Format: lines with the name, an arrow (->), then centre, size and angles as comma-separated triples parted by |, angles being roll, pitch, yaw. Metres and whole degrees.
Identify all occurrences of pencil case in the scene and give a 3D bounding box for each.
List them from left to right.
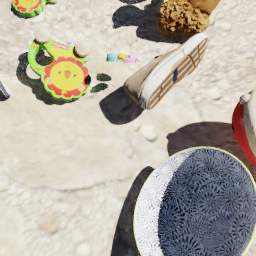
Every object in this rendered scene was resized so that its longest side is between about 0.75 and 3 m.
pencil case -> -1.869, -2.248, 8.314 | 0.411, 0.411, 0.930 | 43, 74, 15

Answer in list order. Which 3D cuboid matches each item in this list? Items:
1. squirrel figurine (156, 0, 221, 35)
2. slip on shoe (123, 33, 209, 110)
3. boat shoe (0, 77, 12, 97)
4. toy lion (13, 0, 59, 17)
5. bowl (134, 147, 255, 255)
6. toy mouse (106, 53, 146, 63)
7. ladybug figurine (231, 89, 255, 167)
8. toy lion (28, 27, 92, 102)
squirrel figurine -> 1.550, -3.826, 8.148 | 2.034, 1.542, 2.179 | 10, 95, -29
slip on shoe -> 1.095, -1.684, 7.540 | 0.892, 1.119, 2.944 | 35, 69, 24
boat shoe -> -3.698, -1.250, 7.901 | 0.367, 0.418, 1.174 | -39, 71, -13
toy lion -> -3.126, -4.361, 9.176 | 1.424, 0.510, 1.485 | -28, 70, -3
bowl -> 1.566, 1.882, 5.912 | 2.739, 1.285, 2.739 | -27, 43, 29
toy mouse -> -0.161, -1.796, 7.152 | 1.166, 1.036, 0.226 | 9, 108, 21
ladybug figurine -> 3.303, 0.226, 6.555 | 2.726, 0.981, 1.850 | 47, 56, -18
toy lion -> -1.902, -1.686, 7.858 | 1.868, 0.641, 1.791 | 17, 75, -9
